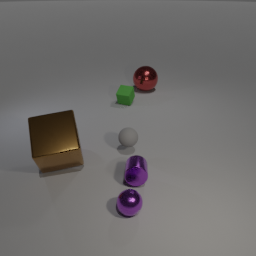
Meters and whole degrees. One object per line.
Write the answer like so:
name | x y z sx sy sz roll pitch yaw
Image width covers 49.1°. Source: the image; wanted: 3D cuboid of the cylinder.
cylinder | 0.257 1.301 8.598 0.700 0.700 0.700 1 23 2

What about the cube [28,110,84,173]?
cube | -2.264 0.452 8.949 1.400 1.400 1.400 -11 64 -9

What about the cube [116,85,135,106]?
cube | -0.118 -1.643 14.022 0.700 0.700 0.700 11 55 18

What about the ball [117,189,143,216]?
ball | 0.044 1.989 7.497 0.700 0.700 0.700 0 28 0

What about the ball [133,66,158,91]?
ball | 0.970 -2.747 15.587 1.400 1.400 1.400 0 28 0

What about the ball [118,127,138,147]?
ball | 0.009 0.326 9.810 0.700 0.700 0.700 0 28 0
